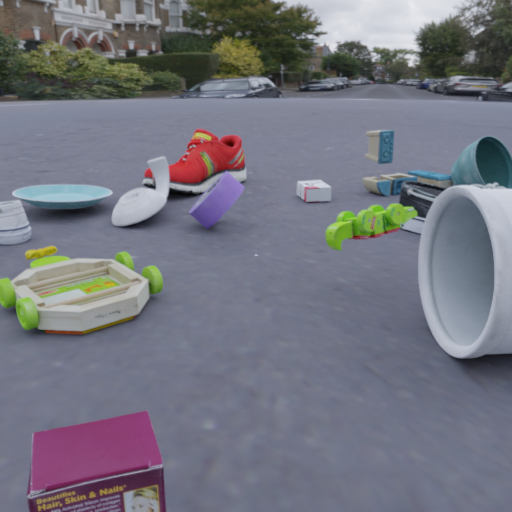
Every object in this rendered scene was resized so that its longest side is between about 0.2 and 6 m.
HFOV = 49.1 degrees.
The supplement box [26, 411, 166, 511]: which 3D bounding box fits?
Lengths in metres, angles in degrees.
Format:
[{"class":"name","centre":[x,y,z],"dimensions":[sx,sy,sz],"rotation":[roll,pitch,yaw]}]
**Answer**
[{"class":"supplement box","centre":[-0.842,1.459,3.065],"dimensions":[0.656,1.002,0.517],"rotation":[-5,20,-18]}]

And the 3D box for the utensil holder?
[{"class":"utensil holder","centre":[2.986,0.167,5.786],"dimensions":[2.054,1.745,1.745],"rotation":[1,19,-7]}]

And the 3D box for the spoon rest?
[{"class":"spoon rest","centre":[-2.121,-1.170,10.965],"dimensions":[1.065,0.650,2.143],"rotation":[-12,34,19]}]

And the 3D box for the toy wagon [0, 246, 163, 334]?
[{"class":"toy wagon","centre":[-2.325,0.352,7.125],"dimensions":[1.712,0.437,2.207],"rotation":[-15,23,-37]}]

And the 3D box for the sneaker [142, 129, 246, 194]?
[{"class":"sneaker","centre":[-1.450,-2.266,13.175],"dimensions":[1.255,1.384,3.259],"rotation":[12,22,32]}]

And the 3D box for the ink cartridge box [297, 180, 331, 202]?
[{"class":"ink cartridge box","centre":[1.261,-1.430,12.317],"dimensions":[0.565,0.324,0.778],"rotation":[-5,20,-11]}]

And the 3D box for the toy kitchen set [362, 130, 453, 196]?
[{"class":"toy kitchen set","centre":[3.480,-2.138,12.692],"dimensions":[1.831,1.467,1.078],"rotation":[-11,21,-28]}]

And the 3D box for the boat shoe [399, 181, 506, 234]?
[{"class":"boat shoe","centre":[3.759,-0.754,9.439],"dimensions":[1.066,0.986,2.886],"rotation":[-17,26,-40]}]

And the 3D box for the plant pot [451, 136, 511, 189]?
[{"class":"plant pot","centre":[4.953,-1.872,12.478],"dimensions":[1.354,1.354,0.907],"rotation":[-13,-4,-33]}]

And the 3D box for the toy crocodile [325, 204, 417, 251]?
[{"class":"toy crocodile","centre":[1.481,-0.398,7.110],"dimensions":[1.420,0.439,0.479],"rotation":[-14,9,-34]}]

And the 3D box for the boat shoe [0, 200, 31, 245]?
[{"class":"boat shoe","centre":[-4.977,-0.661,9.493],"dimensions":[2.329,0.778,0.857],"rotation":[0,19,0]}]

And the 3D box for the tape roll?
[{"class":"tape roll","centre":[-0.715,-1.008,10.108],"dimensions":[0.435,1.025,1.025],"rotation":[41,14,-13]}]

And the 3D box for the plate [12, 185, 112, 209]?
[{"class":"plate","centre":[-3.862,-1.177,11.249],"dimensions":[1.897,0.242,1.897],"rotation":[3,16,-1]}]
